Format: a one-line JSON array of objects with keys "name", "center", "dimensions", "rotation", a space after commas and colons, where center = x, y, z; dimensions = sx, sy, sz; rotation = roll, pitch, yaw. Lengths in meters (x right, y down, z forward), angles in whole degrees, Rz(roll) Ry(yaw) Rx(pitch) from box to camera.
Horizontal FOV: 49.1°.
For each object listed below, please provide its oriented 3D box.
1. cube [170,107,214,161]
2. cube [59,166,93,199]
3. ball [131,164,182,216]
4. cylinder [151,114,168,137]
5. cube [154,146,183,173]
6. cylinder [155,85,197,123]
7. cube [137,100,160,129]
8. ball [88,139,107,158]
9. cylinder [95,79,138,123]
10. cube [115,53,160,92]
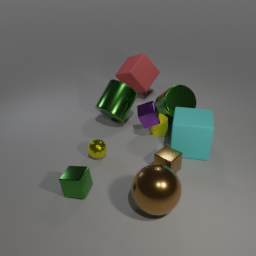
[{"name": "cube", "center": [2.359, 0.183, 10.438], "dimensions": [1.400, 1.400, 1.400], "rotation": [6, 31, 10]}, {"name": "cube", "center": [-1.573, 1.643, 8.572], "dimensions": [0.700, 0.700, 0.700], "rotation": [0, 29, 17]}, {"name": "ball", "center": [0.789, 1.710, 7.818], "dimensions": [1.400, 1.400, 1.400], "rotation": [0, 31, 0]}, {"name": "cylinder", "center": [1.292, -0.121, 11.592], "dimensions": [0.700, 0.700, 0.700], "rotation": [-3, 37, 2]}, {"name": "cube", "center": [1.352, 1.141, 9.508], "dimensions": [0.700, 0.700, 0.700], "rotation": [23, 38, 34]}, {"name": "cylinder", "center": [1.983, -0.999, 11.948], "dimensions": [1.400, 1.400, 1.400], "rotation": [-8, -5, -14]}, {"name": "cube", "center": [0.817, -0.530, 11.069], "dimensions": [0.700, 0.700, 0.700], "rotation": [-18, 42, 15]}, {"name": "ball", "center": [-1.109, 0.754, 10.152], "dimensions": [0.700, 0.700, 0.700], "rotation": [0, 31, 0]}, {"name": "cylinder", "center": [-0.494, -1.160, 12.180], "dimensions": [1.400, 1.400, 1.400], "rotation": [23, 81, 34]}, {"name": "cube", "center": [0.491, -2.822, 14.578], "dimensions": [1.400, 1.400, 1.400], "rotation": [5, 56, 55]}]
